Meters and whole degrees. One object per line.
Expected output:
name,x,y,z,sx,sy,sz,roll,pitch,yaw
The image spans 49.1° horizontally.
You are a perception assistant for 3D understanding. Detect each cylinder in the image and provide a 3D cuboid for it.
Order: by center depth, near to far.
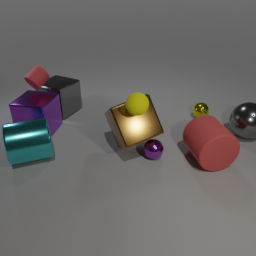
cylinder,2.733,0.480,9.346,1.400,1.400,1.400,-7,32,-11
cylinder,-3.342,0.434,9.434,1.400,1.400,1.400,-11,32,-17
cylinder,-3.608,-2.004,11.129,0.700,0.700,0.700,21,65,32

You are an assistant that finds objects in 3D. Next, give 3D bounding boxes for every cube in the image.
cube,0.165,-0.193,9.607,1.400,1.400,1.400,-22,1,-13
cube,-3.577,-0.545,11.083,1.400,1.400,1.400,6,31,11
cube,-3.055,-1.398,12.509,1.400,1.400,1.400,15,34,23

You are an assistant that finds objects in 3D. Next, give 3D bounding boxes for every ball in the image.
ball,0.280,-0.720,8.427,0.700,0.700,0.700,0,31,0
ball,0.880,0.720,9.648,0.700,0.700,0.700,0,31,0
ball,4.582,-0.280,10.639,1.400,1.400,1.400,0,31,0
ball,3.149,-0.752,12.080,0.700,0.700,0.700,0,31,0
